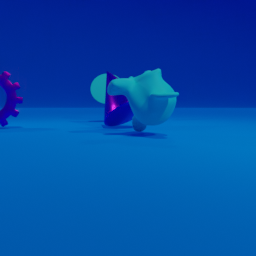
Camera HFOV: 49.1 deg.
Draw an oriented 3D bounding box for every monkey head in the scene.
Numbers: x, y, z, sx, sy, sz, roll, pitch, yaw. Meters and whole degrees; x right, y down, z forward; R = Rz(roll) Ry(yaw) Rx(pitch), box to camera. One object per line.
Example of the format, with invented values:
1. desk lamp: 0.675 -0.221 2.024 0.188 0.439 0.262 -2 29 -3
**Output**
1. monkey head: 0.280 -0.542 5.550 1.257 1.053 1.747 -7 -19 -22

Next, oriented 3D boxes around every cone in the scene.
1. cone: -0.792 -1.278 11.041 1.253 1.253 1.258 0 -19 -2
2. cone: -0.306 -1.048 8.030 1.463 1.468 1.463 -24 -17 -8

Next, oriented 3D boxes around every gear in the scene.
1. gear: -3.595 -0.775 7.259 1.580 1.580 0.292 -2 6 -29
